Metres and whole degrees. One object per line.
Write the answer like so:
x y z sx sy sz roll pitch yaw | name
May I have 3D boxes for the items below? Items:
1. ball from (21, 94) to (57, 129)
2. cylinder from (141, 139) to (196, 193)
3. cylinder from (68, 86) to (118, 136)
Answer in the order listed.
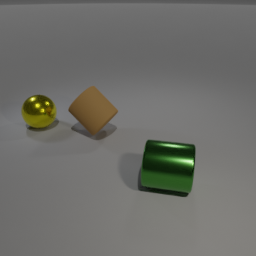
-3.653 -0.676 11.536 1.400 1.400 1.400 0 27 0 | ball
1.172 1.088 8.108 1.400 1.400 1.400 6 28 10 | cylinder
-1.339 -0.668 10.870 1.400 1.400 1.400 46 36 -1 | cylinder
